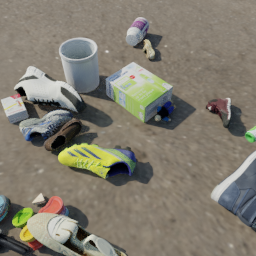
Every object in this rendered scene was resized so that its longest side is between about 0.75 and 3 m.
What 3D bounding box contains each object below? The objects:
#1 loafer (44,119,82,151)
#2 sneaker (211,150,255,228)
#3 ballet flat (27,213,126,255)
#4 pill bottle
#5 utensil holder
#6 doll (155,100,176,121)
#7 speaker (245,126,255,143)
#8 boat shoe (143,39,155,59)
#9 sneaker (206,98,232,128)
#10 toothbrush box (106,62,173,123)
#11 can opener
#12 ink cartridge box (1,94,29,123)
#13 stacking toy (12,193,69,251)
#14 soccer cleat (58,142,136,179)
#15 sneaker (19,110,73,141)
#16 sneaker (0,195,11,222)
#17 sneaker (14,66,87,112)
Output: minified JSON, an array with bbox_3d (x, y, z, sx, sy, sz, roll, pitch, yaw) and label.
[{"bbox_3d":[-1.982,0.279,8.926,1.427,0.521,0.506,-43,26,-18],"label":"loafer"},{"bbox_3d":[3.665,1.639,7.548,2.336,0.888,1.688,-38,49,-16],"label":"sneaker"},{"bbox_3d":[-1.125,2.594,6.549,2.583,0.805,0.871,30,33,3],"label":"ballet flat"},{"bbox_3d":[0.409,-4.331,12.651,0.770,0.770,1.372,17,52,14],"label":"pill bottle"},{"bbox_3d":[-1.737,-2.292,10.434,1.356,1.596,1.356,0,50,1],"label":"utensil holder"},{"bbox_3d":[1.277,-0.544,9.651,1.040,0.252,0.710,-40,103,-37],"label":"doll"},{"bbox_3d":[4.080,0.072,8.662,0.916,0.405,0.405,-32,57,-13],"label":"speaker"},{"bbox_3d":[0.825,-3.414,12.140,0.376,0.417,1.157,-11,57,-11],"label":"boat shoe"},{"bbox_3d":[3.122,-0.541,9.748,0.841,0.551,1.457,8,40,13],"label":"sneaker"},{"bbox_3d":[0.383,-1.335,10.127,1.447,0.856,1.987,-36,58,-26],"label":"toothbrush box"},{"bbox_3d":[-3.009,2.888,7.036,1.166,0.458,0.370,13,13,7],"label":"can opener"},{"bbox_3d":[-3.990,-0.695,9.894,0.682,0.392,0.939,-23,54,-18],"label":"ink cartridge box"},{"bbox_3d":[-2.294,2.442,7.416,1.219,0.569,1.347,12,43,43],"label":"stacking toy"},{"bbox_3d":[-0.925,1.013,8.261,2.338,0.756,0.978,1,52,0],"label":"soccer cleat"},{"bbox_3d":[-2.632,-0.007,9.263,1.755,0.676,0.748,-20,63,-6],"label":"sneaker"},{"bbox_3d":[-4.211,2.138,7.118,2.246,1.073,0.891,-12,51,-9],"label":"sneaker"},{"bbox_3d":[-2.772,-1.128,9.976,2.992,1.103,1.197,26,67,26],"label":"sneaker"}]
